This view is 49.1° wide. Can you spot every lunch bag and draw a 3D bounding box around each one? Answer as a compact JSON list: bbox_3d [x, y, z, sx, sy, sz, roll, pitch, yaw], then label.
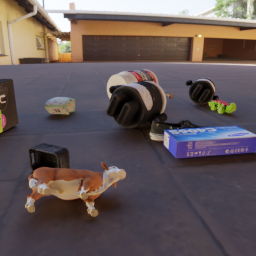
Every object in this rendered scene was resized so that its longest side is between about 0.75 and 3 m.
[{"bbox_3d":[-3.142,-1.036,13.064,1.075,0.769,1.262,4,12,9],"label":"lunch bag"}]

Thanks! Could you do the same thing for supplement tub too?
[{"bbox_3d":[0.293,-2.218,15.209,1.768,1.768,2.519,15,22,40],"label":"supplement tub"}]

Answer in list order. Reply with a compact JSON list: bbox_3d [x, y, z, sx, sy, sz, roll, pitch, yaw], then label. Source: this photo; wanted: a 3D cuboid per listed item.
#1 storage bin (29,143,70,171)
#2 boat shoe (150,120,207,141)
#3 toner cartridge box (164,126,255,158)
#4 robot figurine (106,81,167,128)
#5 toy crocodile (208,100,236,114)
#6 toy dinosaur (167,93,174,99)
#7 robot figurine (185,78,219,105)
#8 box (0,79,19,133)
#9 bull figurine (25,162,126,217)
[{"bbox_3d":[-1.994,0.808,7.117,0.962,0.650,0.451,9,20,28],"label":"storage bin"},{"bbox_3d":[1.874,0.056,9.628,2.236,0.633,0.767,-1,17,-5],"label":"boat shoe"},{"bbox_3d":[2.495,0.393,8.655,2.538,0.548,1.206,-3,17,-11],"label":"toner cartridge box"},{"bbox_3d":[0.370,-0.934,11.146,1.725,2.076,2.764,-16,4,37],"label":"robot figurine"},{"bbox_3d":[4.509,-1.078,13.521,0.621,0.568,1.839,-4,17,-12],"label":"toy crocodile"},{"bbox_3d":[2.536,-2.010,17.136,0.486,0.277,0.916,-3,17,-6],"label":"toy dinosaur"},{"bbox_3d":[4.075,-2.016,15.344,1.373,1.653,2.200,-18,9,25],"label":"robot figurine"},{"bbox_3d":[-5.725,-0.850,10.461,2.528,1.878,1.571,2,17,7],"label":"box"},{"bbox_3d":[-1.069,1.200,5.776,2.059,0.671,1.250,0,17,-1],"label":"bull figurine"}]
